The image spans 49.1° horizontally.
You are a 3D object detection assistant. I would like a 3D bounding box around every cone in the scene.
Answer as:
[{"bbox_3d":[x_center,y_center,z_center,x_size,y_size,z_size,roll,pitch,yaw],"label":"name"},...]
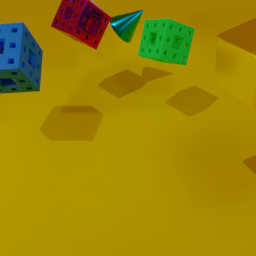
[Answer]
[{"bbox_3d":[0.121,-3.429,8.899,1.006,1.003,1.003,-32,35,32],"label":"cone"}]

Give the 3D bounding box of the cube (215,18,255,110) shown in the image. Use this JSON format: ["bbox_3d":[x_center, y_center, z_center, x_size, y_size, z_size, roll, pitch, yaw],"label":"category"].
[{"bbox_3d":[2.258,-1.152,4.840,1.036,1.036,1.036,-25,45,-11],"label":"cube"}]

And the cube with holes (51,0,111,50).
[{"bbox_3d":[-1.388,-3.154,8.312,1.062,1.062,1.062,32,9,35],"label":"cube with holes"}]

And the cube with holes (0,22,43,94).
[{"bbox_3d":[-2.944,-1.667,6.901,1.208,1.208,1.208,-3,73,4],"label":"cube with holes"}]

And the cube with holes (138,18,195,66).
[{"bbox_3d":[1.039,-2.360,7.743,0.994,0.994,0.994,4,13,-36],"label":"cube with holes"}]
